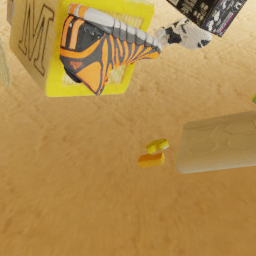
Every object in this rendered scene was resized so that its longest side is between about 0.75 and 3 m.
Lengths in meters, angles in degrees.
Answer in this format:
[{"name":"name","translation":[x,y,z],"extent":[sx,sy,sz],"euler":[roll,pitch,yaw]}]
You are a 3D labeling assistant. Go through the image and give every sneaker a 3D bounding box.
[{"name":"sneaker","translation":[-0.315,-1.207,4.863],"extent":[0.860,1.242,2.217],"euler":[31,19,36]},{"name":"sneaker","translation":[1.999,-3.181,9.141],"extent":[1.977,0.789,1.287],"euler":[11,45,45]}]

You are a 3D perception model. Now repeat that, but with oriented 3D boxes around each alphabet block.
[{"name":"alphabet block","translation":[-1.103,-2.128,6.037],"extent":[2.112,2.123,2.162],"euler":[-9,43,-38]}]

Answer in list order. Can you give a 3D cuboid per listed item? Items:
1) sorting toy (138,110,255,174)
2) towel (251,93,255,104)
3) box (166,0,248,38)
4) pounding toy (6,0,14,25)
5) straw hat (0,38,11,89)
[{"name":"sorting toy","translation":[1.391,0.311,5.216],"extent":[2.264,0.303,1.687],"euler":[-11,23,21]},{"name":"towel","translation":[3.216,-0.427,5.688],"extent":[0.124,0.592,1.375],"euler":[8,33,-46]},{"name":"box","translation":[1.763,-2.954,6.475],"extent":[0.868,1.000,1.514],"euler":[3,41,-39]},{"name":"pounding toy","translation":[-2.669,-3.509,7.944],"extent":[2.292,1.630,2.110],"euler":[-42,13,-21]},{"name":"straw hat","translation":[-2.885,-1.531,5.014],"extent":[0.907,2.143,2.143],"euler":[-20,43,-25]}]
